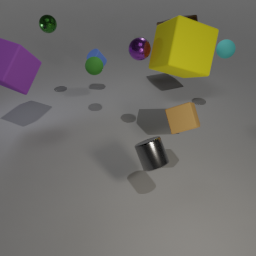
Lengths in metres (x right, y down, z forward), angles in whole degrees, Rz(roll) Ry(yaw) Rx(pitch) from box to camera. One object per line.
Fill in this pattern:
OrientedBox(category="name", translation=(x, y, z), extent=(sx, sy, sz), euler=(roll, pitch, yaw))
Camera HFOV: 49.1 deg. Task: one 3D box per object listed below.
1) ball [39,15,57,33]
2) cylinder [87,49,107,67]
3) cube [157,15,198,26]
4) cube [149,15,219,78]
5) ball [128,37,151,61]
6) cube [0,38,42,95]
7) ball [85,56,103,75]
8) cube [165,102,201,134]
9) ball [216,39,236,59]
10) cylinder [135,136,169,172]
OrientedBox(category="ball", translation=(-3.204, -4.161, 11.209), extent=(0.700, 0.700, 0.700), euler=(0, 33, 0))
OrientedBox(category="cylinder", translation=(-1.480, -3.265, 13.276), extent=(0.700, 0.700, 0.700), euler=(-19, 50, 25))
OrientedBox(category="cube", translation=(2.296, -4.266, 12.797), extent=(1.400, 1.400, 1.400), euler=(-18, 23, -10))
OrientedBox(category="cube", translation=(1.644, -2.381, 8.533), extent=(1.400, 1.400, 1.400), euler=(10, 4, -21))
OrientedBox(category="ball", translation=(0.364, -2.473, 8.777), extent=(0.700, 0.700, 0.700), euler=(0, 33, 0))
OrientedBox(category="cube", translation=(-4.281, -2.229, 10.071), extent=(1.400, 1.400, 1.400), euler=(21, -7, 17))
OrientedBox(category="ball", translation=(-1.291, -2.374, 10.704), extent=(0.700, 0.700, 0.700), euler=(0, 33, 0))
OrientedBox(category="cube", translation=(1.505, -0.269, 7.646), extent=(0.700, 0.700, 0.700), euler=(-16, -3, 22))
OrientedBox(category="ball", translation=(3.728, -3.010, 10.681), extent=(0.700, 0.700, 0.700), euler=(0, 33, 0))
OrientedBox(category="cylinder", translation=(0.607, 0.654, 7.117), extent=(0.700, 0.700, 0.700), euler=(-21, 3, 1))
